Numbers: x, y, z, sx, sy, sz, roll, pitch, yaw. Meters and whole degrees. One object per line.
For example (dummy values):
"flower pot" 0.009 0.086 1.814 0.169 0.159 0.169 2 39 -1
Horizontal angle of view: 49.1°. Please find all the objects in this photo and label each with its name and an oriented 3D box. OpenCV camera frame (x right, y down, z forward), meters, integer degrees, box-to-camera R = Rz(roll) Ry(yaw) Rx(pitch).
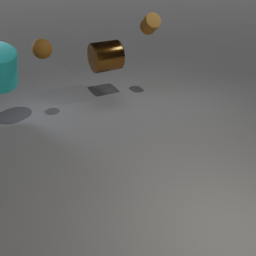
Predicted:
"cylinder" -1.056 -3.410 13.342 1.400 1.400 1.400 -15 32 -22
"cylinder" -4.748 -2.186 10.144 1.400 1.400 1.400 11 43 -10
"ball" -3.024 -2.787 9.858 0.700 0.700 0.700 0 29 0
"cylinder" 0.953 -4.447 11.960 0.700 0.700 0.700 -12 -3 -20
